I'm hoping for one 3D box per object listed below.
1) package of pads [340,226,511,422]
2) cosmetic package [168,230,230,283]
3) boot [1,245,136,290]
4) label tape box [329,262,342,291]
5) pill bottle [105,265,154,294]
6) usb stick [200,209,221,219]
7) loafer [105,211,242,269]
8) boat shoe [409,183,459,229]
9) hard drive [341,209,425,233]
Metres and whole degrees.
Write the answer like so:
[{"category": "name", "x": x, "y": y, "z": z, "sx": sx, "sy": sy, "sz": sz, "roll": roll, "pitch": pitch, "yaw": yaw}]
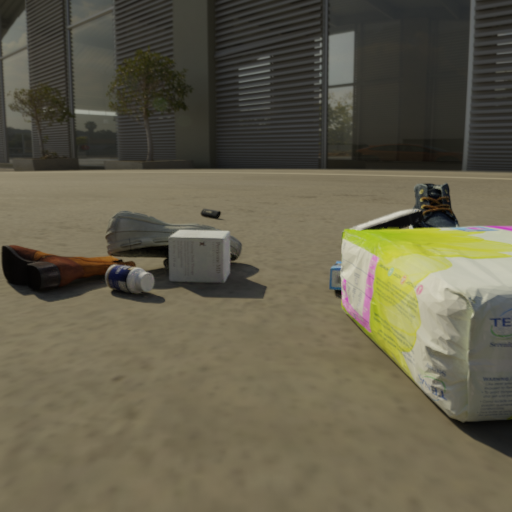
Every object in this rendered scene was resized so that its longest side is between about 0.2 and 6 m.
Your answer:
[{"category": "package of pads", "x": 2.397, "y": 0.416, "z": 5.705, "sx": 2.587, "sy": 1.142, "sz": 3.349, "roll": -2, "pitch": 11, "yaw": -8}, {"category": "cosmetic package", "x": -0.887, "y": -0.004, "z": 8.919, "sx": 0.870, "sy": 0.728, "sz": 0.724, "roll": 1, "pitch": 11, "yaw": 5}, {"category": "boot", "x": -3.041, "y": 0.071, "z": 8.991, "sx": 1.576, "sy": 0.573, "sz": 1.674, "roll": 8, "pitch": 12, "yaw": 40}, {"category": "label tape box", "x": 1.519, "y": 0.301, "z": 8.315, "sx": 0.767, "sy": 0.337, "sz": 1.064, "roll": 2, "pitch": 4, "yaw": 13}, {"category": "pill bottle", "x": -1.809, "y": 0.342, "z": 8.066, "sx": 0.674, "sy": 0.374, "sz": 0.374, "roll": 7, "pitch": 13, "yaw": 31}, {"category": "usb stick", "x": -1.333, "y": -1.240, "z": 16.385, "sx": 0.143, "sy": 0.243, "sz": 0.877, "roll": 31, "pitch": -11, "yaw": -38}, {"category": "loafer", "x": -1.400, "y": -0.139, "z": 9.690, "sx": 2.366, "sy": 0.826, "sz": 0.827, "roll": 9, "pitch": -24, "yaw": -16}, {"category": "boat shoe", "x": 3.825, "y": -0.904, "z": 12.071, "sx": 0.984, "sy": 1.262, "sz": 2.780, "roll": 1, "pitch": 11, "yaw": 4}, {"category": "hard drive", "x": 2.655, "y": -0.634, "z": 11.871, "sx": 1.515, "sy": 0.287, "sz": 1.058, "roll": -20, "pitch": 5, "yaw": -3}]
